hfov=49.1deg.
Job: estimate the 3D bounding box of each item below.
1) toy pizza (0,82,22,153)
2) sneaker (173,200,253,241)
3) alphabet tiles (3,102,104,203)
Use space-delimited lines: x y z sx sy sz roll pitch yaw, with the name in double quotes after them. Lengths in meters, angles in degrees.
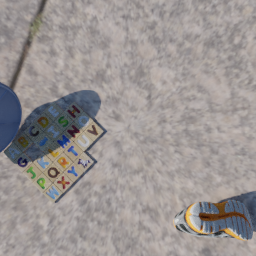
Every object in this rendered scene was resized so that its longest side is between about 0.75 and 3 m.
-4.071 -0.125 7.510 0.412 2.598 2.598 32 87 28 "toy pizza"
2.444 2.579 7.828 2.695 1.041 1.055 18 56 -27 "sneaker"
-2.120 0.580 8.560 2.205 0.100 2.638 44 88 3 "alphabet tiles"
